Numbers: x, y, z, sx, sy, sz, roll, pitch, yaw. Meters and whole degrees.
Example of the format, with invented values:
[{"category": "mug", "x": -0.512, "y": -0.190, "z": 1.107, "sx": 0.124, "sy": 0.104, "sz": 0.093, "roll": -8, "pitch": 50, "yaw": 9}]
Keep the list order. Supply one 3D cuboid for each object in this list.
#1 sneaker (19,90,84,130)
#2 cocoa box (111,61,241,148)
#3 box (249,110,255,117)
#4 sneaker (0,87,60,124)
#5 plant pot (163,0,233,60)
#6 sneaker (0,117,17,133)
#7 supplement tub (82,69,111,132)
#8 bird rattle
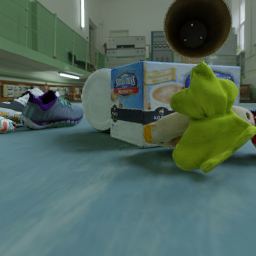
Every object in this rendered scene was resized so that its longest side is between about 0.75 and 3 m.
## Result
[{"category": "sneaker", "x": -2.300, "y": -0.704, "z": 9.406, "sx": 1.002, "sy": 1.179, "sz": 2.693, "roll": 35, "pitch": 25, "yaw": 19}, {"category": "cocoa box", "x": 1.102, "y": -0.615, "z": 6.807, "sx": 2.685, "sy": 1.762, "sz": 1.790, "roll": -3, "pitch": 7, "yaw": -25}, {"category": "box", "x": 5.443, "y": -0.502, "z": 11.635, "sx": 0.899, "sy": 0.503, "sz": 1.274, "roll": 2, "pitch": 7, "yaw": 44}, {"category": "sneaker", "x": -3.637, "y": -0.828, "z": 9.911, "sx": 1.119, "sy": 1.297, "sz": 2.959, "roll": -12, "pitch": -6, "yaw": 37}, {"category": "plant pot", "x": 2.212, "y": -3.270, "z": 9.339, "sx": 2.008, "sy": 2.008, "sz": 2.155, "roll": 1, "pitch": 12, "yaw": 9}, {"category": "sneaker", "x": -3.659, "y": -0.057, "z": 8.352, "sx": 0.599, "sy": 0.451, "sz": 1.280, "roll": 15, "pitch": -1, "yaw": -23}, {"category": "supplement tub", "x": 0.199, "y": -0.871, "z": 8.830, "sx": 1.814, "sy": 1.814, "sz": 2.961, "roll": 6, "pitch": 9, "yaw": 43}, {"category": "bird rattle", "x": 1.480, "y": -0.089, "z": 4.764, "sx": 2.606, "sy": 1.468, "sz": 2.125, "roll": -2, "pitch": -10, "yaw": -43}]
